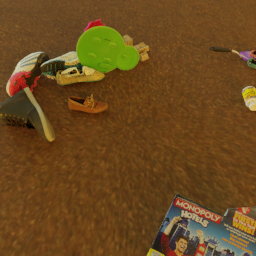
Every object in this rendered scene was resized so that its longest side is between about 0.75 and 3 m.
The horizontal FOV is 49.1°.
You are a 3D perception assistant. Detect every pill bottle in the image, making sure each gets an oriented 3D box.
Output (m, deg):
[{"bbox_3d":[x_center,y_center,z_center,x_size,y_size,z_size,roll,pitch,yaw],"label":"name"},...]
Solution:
[{"bbox_3d":[4.916,-1.165,11.134,0.532,0.532,0.974,1,49,1],"label":"pill bottle"}]

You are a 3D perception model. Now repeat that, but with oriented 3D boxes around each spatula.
[{"bbox_3d":[4.979,-3.546,13.170,2.622,0.269,0.741,6,46,-18],"label":"spatula"}]

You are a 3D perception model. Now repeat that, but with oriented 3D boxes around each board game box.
[{"bbox_3d":[2.268,3.062,7.244,2.867,0.884,2.865,23,52,19],"label":"board game box"}]

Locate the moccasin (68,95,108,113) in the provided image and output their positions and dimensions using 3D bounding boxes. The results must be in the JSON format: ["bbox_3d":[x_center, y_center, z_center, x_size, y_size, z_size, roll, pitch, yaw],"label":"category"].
[{"bbox_3d":[-1.559,-0.972,10.856,1.592,0.615,0.582,11,37,14],"label":"moccasin"}]

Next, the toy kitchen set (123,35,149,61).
[{"bbox_3d":[0.514,-3.802,13.080,1.155,1.042,0.942,-28,56,-19],"label":"toy kitchen set"}]

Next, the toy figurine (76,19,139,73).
[{"bbox_3d":[-1.021,-4.011,12.998,2.797,2.100,2.575,10,36,-20],"label":"toy figurine"}]

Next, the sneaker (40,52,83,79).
[{"bbox_3d":[-2.753,-2.896,12.518,2.454,0.920,1.063,-18,45,-26],"label":"sneaker"}]

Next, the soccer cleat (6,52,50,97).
[{"bbox_3d":[-4.393,-2.236,11.914,1.230,0.995,2.849,4,45,23],"label":"soccer cleat"}]

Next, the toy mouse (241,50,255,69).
[{"bbox_3d":[5.928,-3.158,12.974,1.473,0.321,1.658,8,54,7],"label":"toy mouse"}]

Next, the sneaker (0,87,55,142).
[{"bbox_3d":[-3.735,-0.215,10.156,1.474,1.038,2.775,-31,52,-12],"label":"sneaker"}]

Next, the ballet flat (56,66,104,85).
[{"bbox_3d":[-2.045,-2.305,12.006,2.070,0.732,0.732,-9,50,-8],"label":"ballet flat"}]
